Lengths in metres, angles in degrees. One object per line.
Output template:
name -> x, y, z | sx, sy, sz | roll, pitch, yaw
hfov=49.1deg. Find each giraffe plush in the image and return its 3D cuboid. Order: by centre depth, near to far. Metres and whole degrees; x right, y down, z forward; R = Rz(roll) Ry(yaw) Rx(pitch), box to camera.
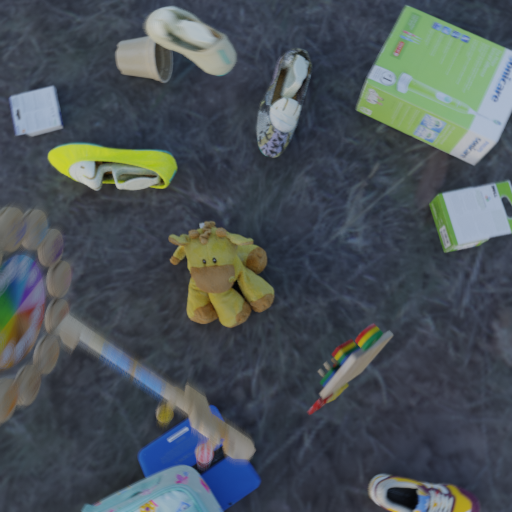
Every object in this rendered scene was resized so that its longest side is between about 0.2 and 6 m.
giraffe plush -> -0.727, 0.138, 10.726 | 1.993, 1.873, 2.310 | -27, 78, -6

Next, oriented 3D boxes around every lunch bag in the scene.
lunch bag -> -1.890, 5.030, 9.582 | 2.792, 1.076, 2.239 | -28, 99, 1

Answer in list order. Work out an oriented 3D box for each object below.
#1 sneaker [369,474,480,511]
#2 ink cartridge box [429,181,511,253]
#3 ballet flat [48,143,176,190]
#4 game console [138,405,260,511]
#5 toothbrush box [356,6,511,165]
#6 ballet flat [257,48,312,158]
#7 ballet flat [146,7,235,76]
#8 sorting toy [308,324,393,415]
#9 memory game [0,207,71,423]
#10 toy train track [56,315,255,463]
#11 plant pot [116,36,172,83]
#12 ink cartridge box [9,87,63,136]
sneaker -> 3.122, 4.504, 10.178 | 2.048, 0.923, 0.768 | 8, 77, 2
ink cartridge box -> 4.574, -0.809, 11.624 | 1.552, 0.588, 1.147 | -11, 76, -4
ballet flat -> -3.027, -1.782, 11.643 | 2.703, 0.903, 0.906 | 2, 58, -2
game console -> -1.089, 4.047, 10.680 | 1.771, 1.048, 1.511 | -32, 48, -7
toothbrush box -> 3.938, -3.609, 11.940 | 2.887, 1.243, 2.102 | 26, 77, 7
ballet flat -> 0.635, -3.375, 12.015 | 0.915, 0.915, 2.545 | 14, 77, 3
ballet flat -> -1.246, -3.882, 9.650 | 2.253, 0.783, 0.783 | 37, 79, 26
sorting toy -> 1.475, 1.677, 8.934 | 1.082, 2.245, 0.380 | -20, 58, -43
memory game -> -3.635, 0.878, 8.624 | 0.211, 3.306, 3.306 | 5, 77, 7
toy train track -> -1.596, 2.177, 8.606 | 3.567, 2.046, 0.580 | 38, 85, -11
plant pot -> -2.490, -4.352, 12.315 | 0.975, 1.065, 1.065 | 3, 76, 12
ink cartridge box -> -4.857, -3.163, 12.374 | 1.005, 0.204, 1.003 | -14, 77, -3
